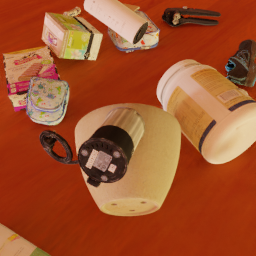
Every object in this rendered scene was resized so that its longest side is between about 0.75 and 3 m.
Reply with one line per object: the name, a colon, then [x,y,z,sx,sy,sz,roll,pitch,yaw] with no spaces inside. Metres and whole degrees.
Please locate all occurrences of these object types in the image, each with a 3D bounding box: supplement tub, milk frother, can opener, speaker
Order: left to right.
milk frother: [-0.611,0.180,5.160,1.474,1.330,1.386,43,29,-7]
speaker: [-0.305,-2.878,7.200,1.677,0.681,0.681,38,55,9]
can opener: [3.240,-5.714,14.250,2.999,0.951,1.179,1,46,1]
supplement tub: [2.407,-0.604,8.616,2.129,2.129,2.949,-21,50,-18]

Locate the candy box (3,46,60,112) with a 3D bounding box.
candy box: [-3.678,-2.013,10.831,1.879,0.841,2.756,-16,49,-15]

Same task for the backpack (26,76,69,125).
backpack: [-2.681,-0.895,9.241,1.362,1.094,1.489,8,82,-13]

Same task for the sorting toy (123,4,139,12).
sorting toy: [-0.029,-5.513,13.200,0.883,0.307,0.877,18,45,17]

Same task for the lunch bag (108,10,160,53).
lunch bag: [0.273,-4.570,13.158,2.147,1.012,2.679,-11,47,-13]

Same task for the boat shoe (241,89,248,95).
boat shoe: [3.426,-1.355,10.313,2.084,0.696,0.766,1,47,1]

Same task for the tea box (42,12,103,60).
tea box: [-2.420,-3.896,11.966,1.829,1.242,1.859,-10,43,-39]

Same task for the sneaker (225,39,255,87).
sneaker: [4.625,-2.820,11.484,1.126,1.007,2.750,10,48,10]

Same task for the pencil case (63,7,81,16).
pencil case: [-3.026,-6.205,15.102,0.432,0.376,0.967,28,52,31]

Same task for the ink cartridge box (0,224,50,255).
ink cartridge box: [-2.821,3.076,5.984,2.128,0.931,1.547,23,50,18]

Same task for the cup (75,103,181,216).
cup: [0.019,0.995,6.903,2.774,2.774,1.984,-1,57,-1]
